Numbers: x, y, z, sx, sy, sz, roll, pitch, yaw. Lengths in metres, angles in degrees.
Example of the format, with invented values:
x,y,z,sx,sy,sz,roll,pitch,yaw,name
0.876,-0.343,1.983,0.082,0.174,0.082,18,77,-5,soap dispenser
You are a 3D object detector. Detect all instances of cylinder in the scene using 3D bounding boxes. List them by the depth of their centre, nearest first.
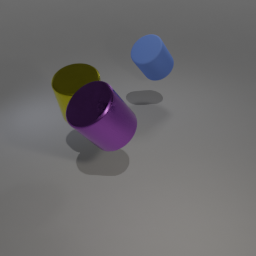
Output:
x,y,z,sx,sy,sz,roll,pitch,yaw,name
-0.669,-0.283,7.395,1.400,1.400,1.400,-16,54,23,cylinder
-1.454,-0.985,8.493,1.400,1.400,1.400,-2,51,3,cylinder
1.033,-2.921,11.737,1.400,1.400,1.400,-12,64,26,cylinder
